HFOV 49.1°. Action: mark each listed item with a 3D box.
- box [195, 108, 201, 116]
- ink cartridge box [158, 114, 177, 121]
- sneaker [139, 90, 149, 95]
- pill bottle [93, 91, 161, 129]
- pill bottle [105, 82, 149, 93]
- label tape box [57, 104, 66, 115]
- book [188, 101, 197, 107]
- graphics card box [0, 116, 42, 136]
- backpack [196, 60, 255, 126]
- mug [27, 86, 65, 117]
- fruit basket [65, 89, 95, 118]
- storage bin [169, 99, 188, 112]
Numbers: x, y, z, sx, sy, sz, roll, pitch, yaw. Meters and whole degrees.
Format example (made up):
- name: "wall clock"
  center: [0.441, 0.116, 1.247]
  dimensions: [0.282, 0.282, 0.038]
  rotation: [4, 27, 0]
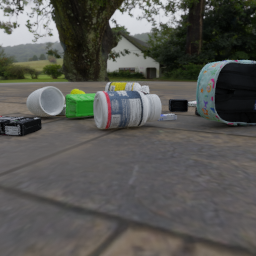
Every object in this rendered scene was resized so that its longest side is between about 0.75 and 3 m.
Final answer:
- name: "box"
  center: [4.308, -0.770, 13.428]
  dimensions: [1.537, 0.385, 1.549]
  rotation: [-10, 16, -35]
- name: "ink cartridge box"
  center: [1.662, -0.475, 12.403]
  dimensions: [0.935, 0.207, 0.439]
  rotation: [-6, 12, -24]
- name: "sneaker"
  center: [-0.263, -1.224, 14.493]
  dimensions: [1.684, 1.103, 2.916]
  rotation: [-23, 17, -39]
- name: "pill bottle"
  center: [-0.017, -0.719, 10.672]
  dimensions: [2.362, 1.413, 1.413]
  rotation: [-4, 13, -22]
- name: "pill bottle"
  center: [-0.033, -2.029, 16.878]
  dimensions: [2.483, 1.396, 1.396]
  rotation: [4, 12, 14]
- name: "label tape box"
  center: [-3.162, -0.914, 13.916]
  dimensions: [1.389, 0.439, 1.001]
  rotation: [-2, 12, -10]
- name: "book"
  center: [4.419, -1.437, 16.715]
  dimensions: [0.973, 0.350, 1.456]
  rotation: [-13, 16, -38]
- name: "graphics card box"
  center: [-4.203, -0.103, 9.995]
  dimensions: [1.869, 0.475, 1.173]
  rotation: [2, 11, 15]
- name: "backpack"
  center: [4.028, -1.401, 11.046]
  dimensions: [2.904, 2.578, 2.187]
  rotation: [-3, 10, -29]
- name: "mug"
  center: [-3.767, -1.217, 13.053]
  dimensions: [1.544, 1.300, 1.761]
  rotation: [-4, 12, 42]
- name: "fruit basket"
  center: [-2.183, -1.135, 12.940]
  dimensions: [1.713, 1.236, 1.713]
  rotation: [2, 13, 0]
- name: "storage bin"
  center: [2.636, -1.179, 14.671]
  dimensions: [0.956, 0.646, 0.448]
  rotation: [0, 13, 0]
